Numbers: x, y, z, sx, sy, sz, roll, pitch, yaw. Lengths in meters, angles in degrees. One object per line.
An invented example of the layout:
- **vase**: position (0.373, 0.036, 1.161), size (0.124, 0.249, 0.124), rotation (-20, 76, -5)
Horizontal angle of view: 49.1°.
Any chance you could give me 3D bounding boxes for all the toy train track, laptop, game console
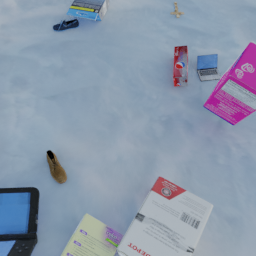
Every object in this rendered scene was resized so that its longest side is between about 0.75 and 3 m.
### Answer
- **toy train track**: position (2.164, -5.273, 12.381), size (0.618, 0.175, 1.077), rotation (-1, 57, -1)
- **laptop**: position (2.971, -2.207, 10.234), size (0.778, 0.482, 0.831), rotation (-7, 57, -4)
- **game console**: position (-3.424, 2.434, 6.714), size (2.234, 1.907, 1.322), rotation (-3, 102, -1)

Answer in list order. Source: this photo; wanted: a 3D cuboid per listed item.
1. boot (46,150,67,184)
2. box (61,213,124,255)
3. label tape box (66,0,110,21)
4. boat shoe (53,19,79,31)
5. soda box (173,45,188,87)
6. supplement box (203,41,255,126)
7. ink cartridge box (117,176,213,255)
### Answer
- **boot**: position (-2.127, 1.117, 8.148), size (0.405, 0.415, 1.101), rotation (-26, 62, -17)
- **box**: position (-0.892, 2.889, 6.735), size (1.073, 0.590, 1.220), rotation (31, 62, -2)
- **label tape box**: position (-1.682, -5.110, 12.032), size (1.315, 0.607, 1.836), rotation (12, 60, 9)
- **boat shoe**: position (-2.606, -4.349, 11.664), size (1.096, 0.376, 0.461), rotation (-19, 59, -12)
- **soda box**: position (1.919, -2.260, 10.167), size (0.494, 0.545, 1.556), rotation (-2, 57, 15)
- **supplement box**: position (3.279, -1.147, 8.055), size (1.250, 2.419, 1.224), rotation (34, 77, 6)
- **ink cartridge box**: position (0.919, 2.548, 6.941), size (1.560, 0.881, 2.126), rotation (27, 61, 16)
